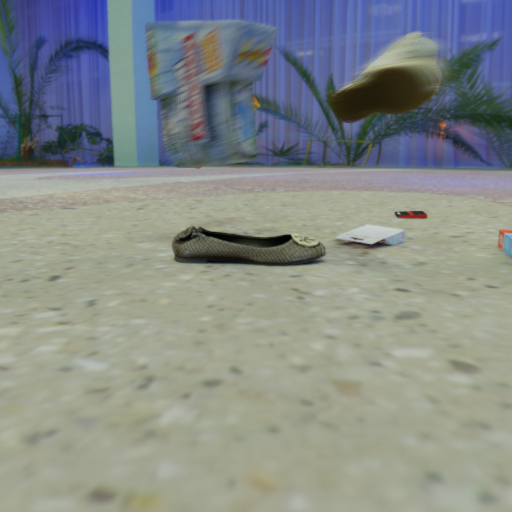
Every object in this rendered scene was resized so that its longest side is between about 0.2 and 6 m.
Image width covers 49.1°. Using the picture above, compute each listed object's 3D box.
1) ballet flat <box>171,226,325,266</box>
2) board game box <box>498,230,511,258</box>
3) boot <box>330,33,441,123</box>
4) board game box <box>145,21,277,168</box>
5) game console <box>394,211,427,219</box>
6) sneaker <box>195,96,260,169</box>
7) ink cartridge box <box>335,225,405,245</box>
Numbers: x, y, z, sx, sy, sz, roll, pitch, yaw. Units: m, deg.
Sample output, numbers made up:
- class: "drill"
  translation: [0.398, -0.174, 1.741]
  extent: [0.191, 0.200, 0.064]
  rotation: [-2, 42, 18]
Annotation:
- class: "ballet flat"
  translation: [-0.144, -0.229, 10.292]
  extent: [2.838, 0.658, 0.956]
  rotation: [1, 12, 4]
- class: "board game box"
  translation: [5.809, -0.199, 10.878]
  extent: [1.822, 0.367, 1.394]
  rotation: [2, 12, 11]
- class: "boot"
  translation: [2.479, -3.082, 9.293]
  extent: [1.772, 0.826, 2.291]
  rotation: [-42, 19, -20]
- class: "board game box"
  translation: [-0.847, -3.139, 10.332]
  extent: [0.882, 2.858, 2.857]
  rotation: [-10, 9, -40]
- class: "game console"
  translation: [4.500, -1.185, 16.309]
  extent: [0.847, 0.149, 0.957]
  rotation: [-2, 11, 7]
- class: "sneaker"
  translation: [-0.704, -3.066, 13.608]
  extent: [1.025, 2.658, 0.970]
  rotation: [40, -25, -17]
- class: "ink cartridge box"
  translation: [2.460, -0.357, 12.077]
  extent: [1.234, 0.309, 1.001]
  rotation: [-23, 24, -39]
